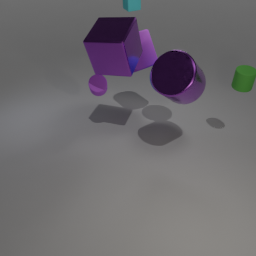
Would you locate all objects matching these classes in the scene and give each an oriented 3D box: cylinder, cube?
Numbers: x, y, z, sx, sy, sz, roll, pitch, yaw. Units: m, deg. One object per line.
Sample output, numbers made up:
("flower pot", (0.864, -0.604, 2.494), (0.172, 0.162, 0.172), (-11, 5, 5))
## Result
("cylinder", (0.386, -3.103, 11.470), (1.400, 1.400, 1.400), (-20, 13, 5))
("cube", (-0.446, -2.743, 9.470), (1.400, 1.400, 1.400), (8, 54, 20))
("cylinder", (1.598, -1.540, 8.776), (1.400, 1.400, 1.400), (18, 3, 27))
("cylinder", (4.038, -1.717, 9.744), (0.700, 0.700, 0.700), (0, 42, 0))
("cylinder", (-1.144, -1.632, 10.744), (0.700, 0.700, 0.700), (-2, -6, -4))
("cube", (0.185, -6.286, 13.958), (0.700, 0.700, 0.700), (-17, 41, -17))

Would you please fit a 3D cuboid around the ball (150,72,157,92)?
("ball", (1.547, -1.984, 10.933), (1.400, 1.400, 1.400), (0, 31, 0))
